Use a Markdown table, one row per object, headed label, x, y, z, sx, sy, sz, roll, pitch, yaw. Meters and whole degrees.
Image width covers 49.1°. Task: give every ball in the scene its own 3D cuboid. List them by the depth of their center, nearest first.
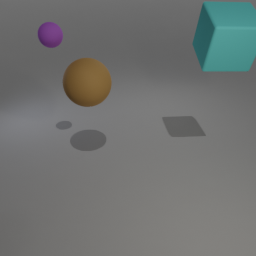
| label | x | y | z | sx | sy | sz | roll | pitch | yaw |
| --- | --- | --- | --- | --- | --- | --- | --- | --- | --- |
| ball | -2.202 | -2.638 | 7.950 | 0.700 | 0.700 | 0.700 | 0 | 29 | 0 |
| ball | -1.174 | -1.311 | 8.098 | 1.400 | 1.400 | 1.400 | 0 | 29 | 0 |

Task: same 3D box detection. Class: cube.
| label | x | y | z | sx | sy | sz | roll | pitch | yaw |
| --- | --- | --- | --- | --- | --- | --- | --- | --- | --- |
| cube | 2.787 | -2.575 | 7.932 | 1.400 | 1.400 | 1.400 | -1 | 50 | -5 |
